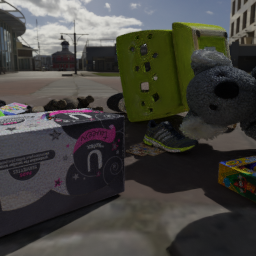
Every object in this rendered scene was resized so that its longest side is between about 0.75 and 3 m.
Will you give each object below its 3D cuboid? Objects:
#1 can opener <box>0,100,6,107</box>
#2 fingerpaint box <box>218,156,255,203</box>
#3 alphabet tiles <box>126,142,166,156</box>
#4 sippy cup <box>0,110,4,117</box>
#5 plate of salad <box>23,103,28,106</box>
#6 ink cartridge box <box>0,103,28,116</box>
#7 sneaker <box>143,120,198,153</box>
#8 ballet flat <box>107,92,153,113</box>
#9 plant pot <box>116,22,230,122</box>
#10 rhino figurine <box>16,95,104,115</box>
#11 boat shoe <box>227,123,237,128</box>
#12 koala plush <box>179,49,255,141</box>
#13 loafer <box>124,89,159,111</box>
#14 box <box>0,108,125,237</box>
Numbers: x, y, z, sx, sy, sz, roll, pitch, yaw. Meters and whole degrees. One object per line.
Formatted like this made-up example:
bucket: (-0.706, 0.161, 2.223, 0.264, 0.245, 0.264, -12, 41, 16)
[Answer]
can opener: (-4.301, -0.606, 10.192, 1.540, 0.605, 0.488, 11, 34, -14)
fingerpaint box: (2.087, 0.745, 4.324, 1.033, 0.379, 0.862, -6, 14, -24)
alphabet tiles: (0.448, 0.468, 6.350, 0.821, 0.037, 0.982, 11, 16, 40)
sippy cup: (-3.580, 0.013, 6.585, 0.962, 1.225, 0.898, 25, 16, -20)
plate of salad: (-4.744, -0.921, 12.041, 1.097, 0.264, 1.097, -1, 12, 0)
ink cartridge box: (-3.761, -0.451, 9.273, 1.013, 0.356, 1.698, 13, 19, 6)
sneaker: (0.908, 0.170, 6.252, 1.441, 0.583, 0.532, 12, 17, 42)
ballet flat: (0.393, -0.953, 10.964, 2.460, 0.899, 0.899, 1, 12, -5)
plant pot: (1.656, -1.845, 9.100, 2.899, 2.914, 2.644, -15, 9, -42)
rhino figurine: (-2.264, -0.576, 9.239, 2.717, 0.812, 1.188, -11, 7, -34)
boat shoe: (3.041, -0.487, 9.145, 0.665, 0.680, 1.919, 2, 14, 8)
koala plush: (2.666, -0.631, 6.284, 2.929, 2.597, 2.691, 5, 2, 24)
loafer: (1.178, -1.198, 9.753, 2.838, 0.989, 1.067, -7, -9, 15)
box: (-1.037, 0.423, 3.825, 1.841, 1.217, 1.056, -10, 16, -39)
